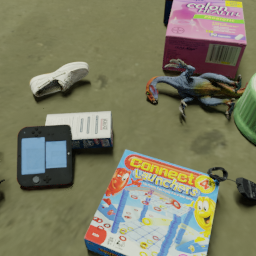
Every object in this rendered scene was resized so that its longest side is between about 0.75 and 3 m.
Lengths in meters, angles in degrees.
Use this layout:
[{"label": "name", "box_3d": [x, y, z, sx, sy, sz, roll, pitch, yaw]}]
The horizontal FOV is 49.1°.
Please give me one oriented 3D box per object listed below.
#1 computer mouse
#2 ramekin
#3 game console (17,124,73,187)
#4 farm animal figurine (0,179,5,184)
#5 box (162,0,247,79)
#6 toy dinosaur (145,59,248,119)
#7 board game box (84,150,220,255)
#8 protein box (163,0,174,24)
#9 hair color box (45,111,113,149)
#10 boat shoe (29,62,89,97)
[{"label": "computer mouse", "box_3d": [2.247, 1.201, 5.953, 1.556, 0.265, 0.456, 26, 50, -20]}, {"label": "ramekin", "box_3d": [4.084, -0.559, 7.240, 2.353, 1.149, 2.353, 0, 48, 0]}, {"label": "game console", "box_3d": [-1.919, 0.629, 6.460, 1.239, 0.217, 1.401, -4, 78, 1]}, {"label": "farm animal figurine", "box_3d": [-3.574, 0.822, 6.340, 1.710, 0.902, 1.729, -20, 58, -1]}, {"label": "box", "box_3d": [2.518, -3.119, 9.387, 2.359, 1.297, 2.682, 9, 49, 8]}, {"label": "toy dinosaur", "box_3d": [1.855, -1.027, 8.109, 2.449, 1.417, 2.699, 18, 10, 33]}, {"label": "board game box", "box_3d": [0.567, 1.708, 5.663, 2.189, 0.612, 2.143, 15, 51, 13]}, {"label": "protein box", "box_3d": [2.635, -5.174, 11.074, 2.095, 1.424, 2.111, 11, 50, 9]}, {"label": "hair color box", "box_3d": [-1.220, 0.071, 7.047, 1.646, 0.498, 0.823, -3, 57, 3]}, {"label": "boat shoe", "box_3d": [-1.964, -1.378, 8.357, 1.846, 0.654, 0.640, -24, 53, -8]}]
